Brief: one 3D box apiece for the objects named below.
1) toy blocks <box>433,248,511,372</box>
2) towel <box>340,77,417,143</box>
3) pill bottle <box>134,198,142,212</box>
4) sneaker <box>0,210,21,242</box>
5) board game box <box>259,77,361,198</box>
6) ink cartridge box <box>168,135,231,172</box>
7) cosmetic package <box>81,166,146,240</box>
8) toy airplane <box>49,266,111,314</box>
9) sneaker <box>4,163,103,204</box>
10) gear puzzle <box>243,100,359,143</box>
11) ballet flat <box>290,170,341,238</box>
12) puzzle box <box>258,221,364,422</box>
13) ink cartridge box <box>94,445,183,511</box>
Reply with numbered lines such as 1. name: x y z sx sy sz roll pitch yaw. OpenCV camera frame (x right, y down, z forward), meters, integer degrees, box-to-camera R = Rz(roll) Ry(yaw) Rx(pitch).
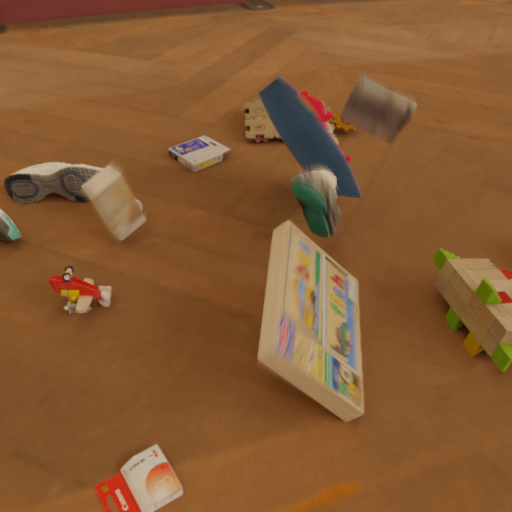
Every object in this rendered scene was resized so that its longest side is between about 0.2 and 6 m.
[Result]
1. toy blocks: 4.337 0.838 9.714 1.655 1.210 2.422 0 38 -19
2. towel: 2.550 -3.025 11.855 1.354 1.303 0.234 25 61 0
3. pill bottle: -3.032 -1.176 12.585 0.916 0.521 0.521 30 47 33
4. sneaker: -5.914 -0.606 11.812 2.197 0.852 1.002 20 58 28
5. board game box: 1.299 -2.575 11.745 0.690 2.800 3.543 -36 12 -4
6. ink cartridge box: -1.483 -2.711 14.759 1.212 0.285 1.198 -26 44 -32
7. cosmetic package: -2.825 -1.042 11.233 0.721 1.370 0.487 -43 55 -17
8. toy airplane: -3.138 0.719 10.148 1.022 0.724 1.027 37 14 24
9. sneaker: -4.561 -1.873 13.203 2.513 0.936 1.094 1 33 0
10. gear puzzle: 1.310 -3.788 15.912 3.345 0.438 1.732 -2 52 -2
11. ballet flat: 1.135 -1.105 10.161 0.827 2.299 0.827 -4 69 12
12. puzzle box: 0.931 0.917 8.900 1.916 0.366 2.880 38 35 -24
13. ink cartridge box: -1.574 3.050 7.433 0.967 0.242 0.784 -20 42 -28
